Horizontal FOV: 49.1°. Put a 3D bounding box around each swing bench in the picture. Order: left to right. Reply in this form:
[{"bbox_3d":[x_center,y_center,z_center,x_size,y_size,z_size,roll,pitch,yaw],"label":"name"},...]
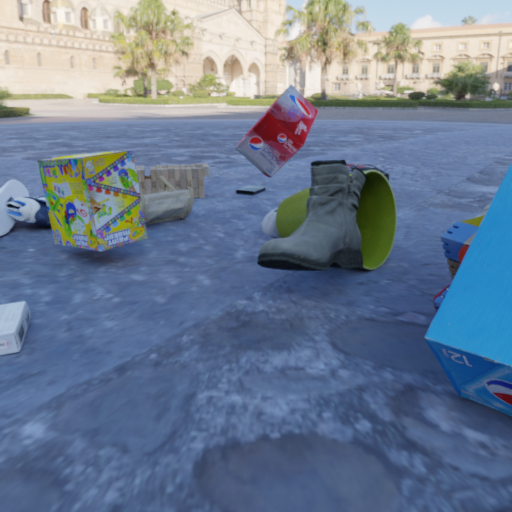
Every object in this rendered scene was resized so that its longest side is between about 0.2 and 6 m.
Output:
[{"bbox_3d":[-2.498,-1.254,13.517,1.449,0.945,1.456,-14,27,-38],"label":"swing bench"}]

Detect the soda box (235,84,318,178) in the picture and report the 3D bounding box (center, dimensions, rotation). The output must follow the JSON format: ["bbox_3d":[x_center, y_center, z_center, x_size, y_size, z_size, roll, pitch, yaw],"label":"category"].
[{"bbox_3d":[0.470,-2.392,10.443,0.832,0.918,2.623,42,28,-10],"label":"soda box"}]

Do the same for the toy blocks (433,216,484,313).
[{"bbox_3d":[3.632,0.057,7.717,3.232,1.615,2.209,-39,33,-19],"label":"toy blocks"}]

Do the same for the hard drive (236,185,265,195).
[{"bbox_3d":[-0.164,-2.006,17.143,0.600,0.141,0.860,8,19,24],"label":"hard drive"}]

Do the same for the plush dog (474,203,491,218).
[{"bbox_3d":[4.967,-0.475,10.516,1.982,1.590,1.703,4,41,13],"label":"plush dog"}]

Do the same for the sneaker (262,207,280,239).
[{"bbox_3d":[1.167,-0.674,11.732,1.960,0.737,1.127,-4,9,-25],"label":"sneaker"}]

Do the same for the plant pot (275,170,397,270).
[{"bbox_3d":[1.387,-0.677,10.622,1.914,1.791,1.791,3,15,41],"label":"plant pot"}]

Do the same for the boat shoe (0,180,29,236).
[{"bbox_3d":[-6.059,-0.963,12.739,0.866,0.917,2.555,-27,26,13],"label":"boat shoe"}]

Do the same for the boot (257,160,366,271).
[{"bbox_3d":[0.855,-0.632,8.311,0.865,1.669,2.554,2,2,35],"label":"boot"}]

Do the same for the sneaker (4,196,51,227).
[{"bbox_3d":[-5.284,-1.156,13.032,1.201,0.661,1.640,17,7,-44],"label":"sneaker"}]

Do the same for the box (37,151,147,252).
[{"bbox_3d":[-3.066,-1.052,10.443,1.723,1.660,1.051,8,20,43],"label":"box"}]

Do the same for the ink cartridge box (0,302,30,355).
[{"bbox_3d":[-3.747,1.012,7.329,1.363,0.389,1.108,-12,20,-12],"label":"ink cartridge box"}]

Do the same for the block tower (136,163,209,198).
[{"bbox_3d":[-3.054,-2.134,16.281,3.355,0.970,0.906,-5,18,-10],"label":"block tower"}]

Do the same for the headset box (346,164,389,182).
[{"bbox_3d":[2.758,-2.165,16.433,1.696,0.856,2.282,-1,17,-4],"label":"headset box"}]

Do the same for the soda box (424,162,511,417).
[{"bbox_3d":[3.529,-0.499,5.816,1.530,1.447,4.510,16,65,42],"label":"soda box"}]
